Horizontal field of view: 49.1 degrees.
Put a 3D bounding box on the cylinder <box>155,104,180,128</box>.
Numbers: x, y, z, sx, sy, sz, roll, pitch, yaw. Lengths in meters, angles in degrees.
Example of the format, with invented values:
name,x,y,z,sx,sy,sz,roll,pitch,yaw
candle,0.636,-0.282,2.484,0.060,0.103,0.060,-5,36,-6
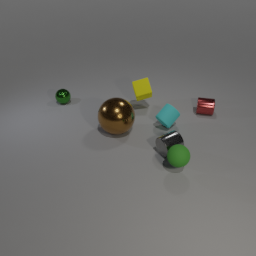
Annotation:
name,x,y,z,sx,sy,sz,roll,pitch,yaw
cylinder,1.548,-0.473,10.905,0.700,0.700,0.700,-49,44,-3

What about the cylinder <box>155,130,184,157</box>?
name,x,y,z,sx,sy,sz,roll,pitch,yaw
cylinder,1.396,0.520,9.387,0.700,0.700,0.700,-23,37,-21

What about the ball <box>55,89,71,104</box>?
name,x,y,z,sx,sy,sz,roll,pitch,yaw
ball,-2.982,-1.453,12.855,0.700,0.700,0.700,0,31,0

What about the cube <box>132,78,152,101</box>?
name,x,y,z,sx,sy,sz,roll,pitch,yaw
cube,0.614,-1.658,12.081,0.700,0.700,0.700,-16,-11,1

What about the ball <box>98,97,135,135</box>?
name,x,y,z,sx,sy,sz,roll,pitch,yaw
ball,-0.434,-0.442,10.486,1.400,1.400,1.400,0,31,0

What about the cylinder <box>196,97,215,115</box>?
name,x,y,z,sx,sy,sz,roll,pitch,yaw
cylinder,3.311,-0.932,11.982,0.700,0.700,0.700,7,32,11

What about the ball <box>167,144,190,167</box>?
name,x,y,z,sx,sy,sz,roll,pitch,yaw
ball,1.538,0.846,8.509,0.700,0.700,0.700,0,31,0
